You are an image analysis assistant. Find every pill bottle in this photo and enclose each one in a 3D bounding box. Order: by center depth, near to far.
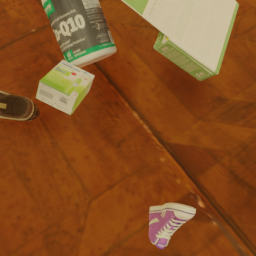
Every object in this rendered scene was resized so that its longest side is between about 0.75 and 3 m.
[{"bbox_3d":[-1.107,-2.390,5.961,1.148,1.148,2.030,-24,100,-11],"label":"pill bottle"}]

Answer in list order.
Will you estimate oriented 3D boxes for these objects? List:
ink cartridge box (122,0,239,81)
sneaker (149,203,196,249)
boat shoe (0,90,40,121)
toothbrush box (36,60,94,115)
[{"bbox_3d":[0.949,-2.357,5.430,2.535,0.608,1.845,28,72,-22],"label":"ink cartridge box"},{"bbox_3d":[0.699,1.619,4.579,0.443,1.223,0.697,17,65,-13],"label":"sneaker"},{"bbox_3d":[-3.145,-0.566,6.918,2.086,0.772,0.770,19,87,15],"label":"boat shoe"},{"bbox_3d":[-1.164,-0.792,5.318,0.719,0.425,0.987,27,36,-2],"label":"toothbrush box"}]
